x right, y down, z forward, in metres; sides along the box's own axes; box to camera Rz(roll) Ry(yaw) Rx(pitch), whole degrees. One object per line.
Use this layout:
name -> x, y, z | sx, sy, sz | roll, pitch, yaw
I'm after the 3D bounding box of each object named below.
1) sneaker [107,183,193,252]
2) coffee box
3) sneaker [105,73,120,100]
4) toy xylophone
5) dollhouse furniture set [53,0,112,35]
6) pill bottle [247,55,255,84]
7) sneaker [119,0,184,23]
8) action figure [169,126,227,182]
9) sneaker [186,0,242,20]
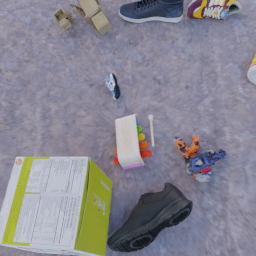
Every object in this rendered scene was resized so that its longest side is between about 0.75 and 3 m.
sneaker -> 0.549, 2.660, 8.362 | 2.722, 1.034, 1.235 | -28, 48, -10
coffee box -> -1.794, 2.178, 7.590 | 2.172, 2.193, 2.196 | -2, 62, 14
sneaker -> -0.599, -1.545, 10.723 | 0.427, 0.420, 1.110 | -20, 64, 17
toy xylophone -> 0.217, 0.344, 9.368 | 1.518, 0.521, 2.074 | -8, 59, 20
dollhouse furniture set -> -1.789, -4.276, 11.859 | 1.999, 1.257, 2.260 | -31, 66, 12
pill bottle -> 5.442, -2.654, 10.863 | 1.032, 1.032, 1.981 | 26, 66, 12
sneaker -> 0.992, -5.479, 11.717 | 2.859, 2.066, 1.087 | 0, 66, 1
action figure -> 2.330, 0.917, 9.364 | 1.927, 1.008, 1.864 | -4, 67, -34
sneaker -> 3.763, -5.196, 12.185 | 2.446, 0.917, 1.102 | -20, 59, -9
